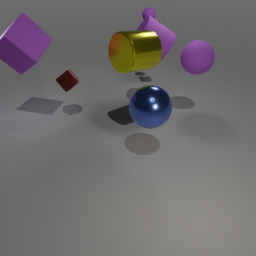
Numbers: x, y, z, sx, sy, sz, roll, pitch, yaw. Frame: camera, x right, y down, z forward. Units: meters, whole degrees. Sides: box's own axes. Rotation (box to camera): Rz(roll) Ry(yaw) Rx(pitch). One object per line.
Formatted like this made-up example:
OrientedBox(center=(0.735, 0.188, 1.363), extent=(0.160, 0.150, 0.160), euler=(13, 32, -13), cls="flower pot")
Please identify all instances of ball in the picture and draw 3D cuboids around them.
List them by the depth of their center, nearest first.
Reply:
OrientedBox(center=(0.726, -0.679, 9.050), extent=(1.400, 1.400, 1.400), euler=(0, 30, 0), cls="ball")
OrientedBox(center=(2.902, -2.943, 11.705), extent=(1.400, 1.400, 1.400), euler=(0, 30, 0), cls="ball")
OrientedBox(center=(1.076, -5.812, 14.369), extent=(0.700, 0.700, 0.700), euler=(0, 30, 0), cls="ball")

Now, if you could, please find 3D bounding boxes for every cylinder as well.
OrientedBox(center=(0.251, -2.727, 9.955), extent=(1.400, 1.400, 1.400), euler=(-19, 35, -38), cls="cylinder")
OrientedBox(center=(1.078, -3.813, 12.040), extent=(1.400, 1.400, 1.400), euler=(29, 25, -19), cls="cylinder")

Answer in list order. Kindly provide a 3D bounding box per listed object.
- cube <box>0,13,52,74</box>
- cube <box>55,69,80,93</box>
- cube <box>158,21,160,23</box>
OrientedBox(center=(-4.076, -3.196, 10.757), extent=(1.400, 1.400, 1.400), euler=(-16, 45, 43), cls="cube")
OrientedBox(center=(-2.550, -2.013, 11.890), extent=(0.700, 0.700, 0.700), euler=(-38, 15, 5), cls="cube")
OrientedBox(center=(1.316, -4.916, 14.182), extent=(0.700, 0.700, 0.700), euler=(-7, 43, -8), cls="cube")
